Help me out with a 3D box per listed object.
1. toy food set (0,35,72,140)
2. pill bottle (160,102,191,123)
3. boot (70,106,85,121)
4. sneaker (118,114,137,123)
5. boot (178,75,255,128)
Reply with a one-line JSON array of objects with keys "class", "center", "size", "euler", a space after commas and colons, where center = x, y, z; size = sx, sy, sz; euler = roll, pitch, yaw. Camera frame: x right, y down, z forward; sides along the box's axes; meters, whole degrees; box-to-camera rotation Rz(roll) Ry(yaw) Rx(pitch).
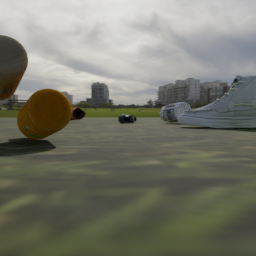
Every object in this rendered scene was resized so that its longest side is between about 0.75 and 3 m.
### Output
[{"class": "toy food set", "center": [-2.292, -0.475, 3.113], "size": [2.996, 1.430, 1.348], "euler": [-2, -9, -29]}, {"class": "pill bottle", "center": [1.948, -0.626, 11.748], "size": [0.809, 0.809, 1.423], "euler": [-1, 0, -22]}, {"class": "boot", "center": [-3.101, -0.768, 13.955], "size": [2.168, 1.033, 2.803], "euler": [0, 14, 16]}, {"class": "sneaker", "center": [0.013, -0.398, 11.923], "size": [0.535, 0.393, 1.182], "euler": [-2, 0, 25]}, {"class": "boot", "center": [2.790, -0.696, 7.435], "size": [2.880, 1.376, 1.059], "euler": [1, 3, 17]}]
